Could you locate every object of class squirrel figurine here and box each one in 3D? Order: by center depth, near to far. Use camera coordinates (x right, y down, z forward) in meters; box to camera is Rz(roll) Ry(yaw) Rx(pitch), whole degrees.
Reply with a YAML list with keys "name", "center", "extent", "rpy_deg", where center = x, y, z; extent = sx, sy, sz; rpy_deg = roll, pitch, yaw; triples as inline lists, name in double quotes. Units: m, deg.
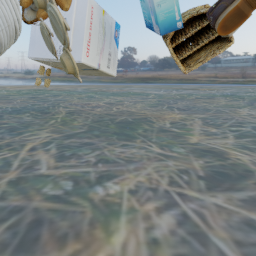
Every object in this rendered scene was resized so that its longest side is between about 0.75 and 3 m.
- name: "squirrel figurine"
  center: [-2.024, -3.228, 6.671]
  extent: [1.147, 1.621, 1.513]
  rpy_deg: [20, -24, -27]

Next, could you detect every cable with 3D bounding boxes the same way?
- name: "cable"
  center: [-3.079, -2.260, 4.885]
  extent: [2.389, 0.827, 2.390]
  rpy_deg: [29, -31, -6]

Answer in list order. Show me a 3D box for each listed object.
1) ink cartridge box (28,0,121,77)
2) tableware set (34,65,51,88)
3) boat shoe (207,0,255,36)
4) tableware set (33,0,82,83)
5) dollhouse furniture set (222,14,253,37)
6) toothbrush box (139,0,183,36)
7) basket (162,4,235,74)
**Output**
- name: "ink cartridge box"
  center: [-1.759, -3.111, 9.980]
  extent: [2.054, 2.091, 2.840]
  rpy_deg: [7, 2, 18]
- name: "tableware set"
  center: [-2.838, -1.733, 9.474]
  extent: [0.098, 0.709, 0.849]
  rpy_deg: [19, 8, 18]
- name: "boat shoe"
  center: [2.534, -2.836, 5.634]
  extent: [2.110, 0.742, 0.743]
  rpy_deg: [-34, -42, 25]
- name: "tableware set"
  center: [-0.986, -1.301, 3.798]
  extent: [0.164, 1.184, 1.418]
  rpy_deg: [-28, -22, -17]
- name: "dollhouse furniture set"
  center: [2.570, -3.588, 7.855]
  extent: [1.965, 0.870, 1.019]
  rpy_deg: [42, 9, -15]
- name: "toothbrush box"
  center: [0.888, -3.906, 8.406]
  extent: [0.793, 1.859, 1.361]
  rpy_deg: [-22, 35, -6]
- name: "basket"
  center: [2.260, -3.080, 9.375]
  extent: [1.991, 1.421, 1.483]
  rpy_deg: [-29, 36, 16]
